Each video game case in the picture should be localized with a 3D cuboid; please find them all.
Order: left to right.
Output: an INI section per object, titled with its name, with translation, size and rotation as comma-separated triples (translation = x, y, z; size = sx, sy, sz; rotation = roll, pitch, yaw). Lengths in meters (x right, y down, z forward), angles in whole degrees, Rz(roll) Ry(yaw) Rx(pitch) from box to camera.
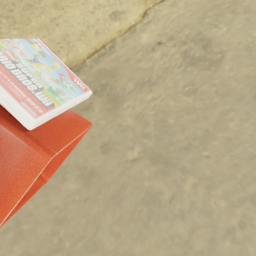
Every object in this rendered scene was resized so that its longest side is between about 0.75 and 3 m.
[video game case]
translation = -1.759, -0.989, 5.259
size = 1.754, 2.454, 0.214
rotation = 44, 112, -3

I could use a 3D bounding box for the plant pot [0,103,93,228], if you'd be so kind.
[plant pot]
translation = -2.179, 0.310, 5.398
size = 1.760, 1.995, 1.997
rotation = 41, 110, -2
